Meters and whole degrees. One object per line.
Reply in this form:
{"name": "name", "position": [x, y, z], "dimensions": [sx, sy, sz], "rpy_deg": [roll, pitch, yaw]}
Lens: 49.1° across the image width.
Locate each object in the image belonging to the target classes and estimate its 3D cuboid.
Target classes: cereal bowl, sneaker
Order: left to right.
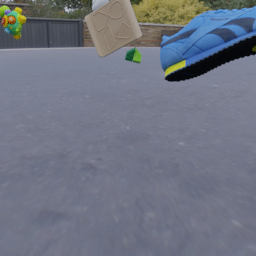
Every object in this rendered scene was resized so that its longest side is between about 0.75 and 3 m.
{"name": "cereal bowl", "position": [-1.152, -5.322, 11.688], "dimensions": [0.469, 1.127, 1.127], "rpy_deg": [28, 8, -25]}
{"name": "sneaker", "position": [1.492, -1.495, 4.205], "dimensions": [2.485, 0.974, 0.819], "rpy_deg": [-14, -12, 43]}

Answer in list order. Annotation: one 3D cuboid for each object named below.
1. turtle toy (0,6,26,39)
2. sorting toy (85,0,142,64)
{"name": "turtle toy", "position": [-3.569, -3.287, 8.533], "dimensions": [0.550, 0.793, 1.089], "rpy_deg": [-5, 54, -43]}
{"name": "sorting toy", "position": [-0.393, -3.292, 10.115], "dimensions": [1.798, 2.432, 0.358], "rpy_deg": [-20, 1, 24]}
